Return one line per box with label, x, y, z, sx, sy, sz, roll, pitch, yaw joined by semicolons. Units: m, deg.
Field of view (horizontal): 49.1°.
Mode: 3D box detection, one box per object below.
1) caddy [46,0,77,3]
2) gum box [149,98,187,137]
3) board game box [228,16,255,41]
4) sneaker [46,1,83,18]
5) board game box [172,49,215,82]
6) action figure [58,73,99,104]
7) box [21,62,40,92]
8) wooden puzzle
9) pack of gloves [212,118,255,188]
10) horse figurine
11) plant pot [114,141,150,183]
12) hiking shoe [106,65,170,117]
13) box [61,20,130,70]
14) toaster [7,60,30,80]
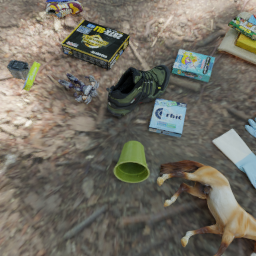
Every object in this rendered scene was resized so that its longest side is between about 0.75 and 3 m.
caddy;-2.562;-5.096;10.865;1.281;0.672;0.905;-6;27;-5
gum box;1.158;-0.312;8.072;0.913;0.239;1.074;12;58;7
board game box;4.063;-3.419;9.576;1.131;0.133;0.592;39;68;22
sneaker;-2.406;-4.443;10.621;1.424;0.533;0.641;7;64;12
board game box;2.147;-2.059;9.175;1.199;0.281;0.905;16;59;10
action figure;-1.423;-1.229;8.449;1.337;0.464;0.870;26;73;26
box;-2.872;-1.474;8.268;0.206;0.527;0.863;23;69;-24
wooden puzzle;4.732;-3.044;9.693;2.573;0.479;2.380;26;61;16
pack of gloves;3.635;0.638;7.358;1.798;0.422;2.140;-27;61;-17
horse figurine;1.860;1.752;6.407;1.952;0.735;2.945;-15;54;-19
plant pot;0.112;0.791;7.088;0.878;0.878;0.834;3;45;2
hiking shoe;0.399;-1.299;8.137;2.368;1.192;0.897;-38;65;-22
box;-1.088;-2.889;9.610;1.867;0.461;1.491;24;58;15
toaster;-3.405;-1.833;8.900;0.765;0.494;0.435;12;59;8
